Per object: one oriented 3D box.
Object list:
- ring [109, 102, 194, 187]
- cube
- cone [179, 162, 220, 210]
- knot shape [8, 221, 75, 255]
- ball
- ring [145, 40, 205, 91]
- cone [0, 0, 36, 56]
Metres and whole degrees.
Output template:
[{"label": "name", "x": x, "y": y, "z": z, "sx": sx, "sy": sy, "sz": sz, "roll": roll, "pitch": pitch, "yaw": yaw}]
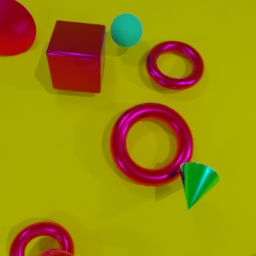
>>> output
[{"label": "ring", "x": 0.568, "y": 0.360, "z": 6.609, "sx": 2.015, "sy": 0.403, "sz": 2.015, "roll": 1, "pitch": 77, "yaw": -6}, {"label": "cube", "x": -1.186, "y": -1.696, "z": 6.751, "sx": 1.185, "sy": 1.185, "sz": 1.185, "roll": 5, "pitch": 55, "yaw": -2}, {"label": "cone", "x": 1.332, "y": 1.283, "z": 5.660, "sx": 0.846, "sy": 0.846, "sz": 0.850, "roll": 23, "pitch": 56, "yaw": 7}, {"label": "knot shape", "x": -1.694, "y": 3.007, "z": 5.479, "sx": 1.961, "sy": 0.906, "sz": 1.835, "roll": 37, "pitch": 83, "yaw": 27}, {"label": "ball", "x": -0.039, "y": -2.442, "z": 7.025, "sx": 0.815, "sy": 0.815, "sz": 0.815, "roll": 0, "pitch": 73, "yaw": 0}, {"label": "ring", "x": 1.215, "y": -1.646, "z": 7.268, "sx": 1.555, "sy": 0.311, "sz": 1.555, "roll": 2, "pitch": 63, "yaw": -3}, {"label": "cone", "x": -3.316, "y": -3.062, "z": 7.592, "sx": 1.580, "sy": 1.580, "sz": 1.586, "roll": -14, "pitch": 47, "yaw": -4}]
